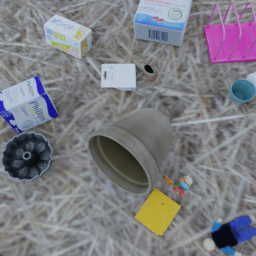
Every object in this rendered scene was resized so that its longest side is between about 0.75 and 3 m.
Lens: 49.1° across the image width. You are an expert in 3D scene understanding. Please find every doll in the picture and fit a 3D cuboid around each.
[{"bbox_3d":[3.407,3.584,9.274,1.930,0.468,1.317,-19,71,-7],"label":"doll"}]

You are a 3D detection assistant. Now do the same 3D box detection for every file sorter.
[{"bbox_3d":[4.846,-4.010,11.523,2.769,1.736,1.924,-4,69,-1],"label":"file sorter"}]

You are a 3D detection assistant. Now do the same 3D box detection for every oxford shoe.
[{"bbox_3d":[0.669,-2.618,11.632,0.497,0.527,1.409,-39,74,-14],"label":"oxford shoe"}]

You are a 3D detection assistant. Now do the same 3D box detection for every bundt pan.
[{"bbox_3d":[-3.549,1.078,10.129,1.822,0.684,1.822,0,70,0],"label":"bundt pan"}]

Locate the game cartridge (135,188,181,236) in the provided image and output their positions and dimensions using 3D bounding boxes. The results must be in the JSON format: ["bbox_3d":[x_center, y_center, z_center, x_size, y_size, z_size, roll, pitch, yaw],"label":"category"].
[{"bbox_3d":[1.030,2.905,9.698,1.109,0.204,1.258,35,75,12],"label":"game cartridge"}]

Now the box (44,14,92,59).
[{"bbox_3d":[-2.498,-3.835,11.780,1.769,0.995,0.896,26,58,10],"label":"box"}]

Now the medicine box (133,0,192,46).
[{"bbox_3d":[1.530,-4.908,11.957,2.077,1.173,2.280,13,75,10],"label":"medicine box"}]

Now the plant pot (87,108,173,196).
[{"bbox_3d":[0.330,0.577,9.554,2.632,2.632,2.284,38,56,13],"label":"plant pot"}]

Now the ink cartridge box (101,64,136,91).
[{"bbox_3d":[-0.381,-2.079,11.526,1.406,0.352,1.140,-1,69,0],"label":"ink cartridge box"}]

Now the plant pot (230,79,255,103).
[{"bbox_3d":[4.456,-1.358,11.089,0.944,0.636,0.944,0,69,0],"label":"plant pot"}]

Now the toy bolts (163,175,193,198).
[{"bbox_3d":[1.745,1.788,9.410,0.930,0.973,0.675,44,92,-7],"label":"toy bolts"}]

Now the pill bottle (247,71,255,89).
[{"bbox_3d":[5.685,-2.041,11.197,1.681,0.930,0.930,-17,70,-6],"label":"pill bottle"}]

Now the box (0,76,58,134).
[{"bbox_3d":[-3.701,-0.806,10.329,1.728,1.589,0.907,-27,63,-10],"label":"box"}]
